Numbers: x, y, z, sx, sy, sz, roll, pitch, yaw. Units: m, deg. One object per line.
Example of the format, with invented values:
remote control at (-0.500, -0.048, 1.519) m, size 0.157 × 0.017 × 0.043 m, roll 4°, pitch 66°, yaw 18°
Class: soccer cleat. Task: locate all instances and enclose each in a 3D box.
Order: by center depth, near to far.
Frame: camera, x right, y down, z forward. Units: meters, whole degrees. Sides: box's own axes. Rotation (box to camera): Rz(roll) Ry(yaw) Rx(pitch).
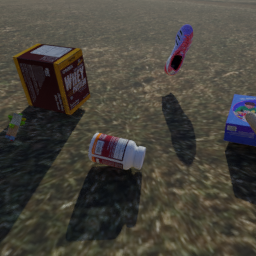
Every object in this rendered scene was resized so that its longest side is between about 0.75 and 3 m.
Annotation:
soccer cleat at (2.132, -3.143, 11.247) m, size 0.743 × 2.229 × 0.852 m, roll 25°, pitch -1°, yaw -13°

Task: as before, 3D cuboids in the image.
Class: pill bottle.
pill bottle at (-0.253, 0.603, 6.880) m, size 1.291 × 0.729 × 0.729 m, roll 13°, pitch 33°, yaw 9°

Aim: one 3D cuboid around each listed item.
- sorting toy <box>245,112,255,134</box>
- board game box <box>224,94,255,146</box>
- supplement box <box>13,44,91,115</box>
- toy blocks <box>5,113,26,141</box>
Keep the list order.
sorting toy at (3.322, 0.600, 6.014) m, size 0.329 × 1.802 × 1.668 m, roll -35°, pitch 33°, yaw 12°
board game box at (4.215, -0.132, 7.808) m, size 2.681 × 0.600 × 1.803 m, roll 11°, pitch 37°, yaw 23°
supplement box at (-2.505, -1.679, 9.484) m, size 1.872 × 1.847 × 1.243 m, roll 13°, pitch 41°, yaw 24°
toy blocks at (-2.991, 0.029, 7.295) m, size 0.440 × 0.601 × 0.880 m, roll 20°, pitch 19°, yaw -21°
